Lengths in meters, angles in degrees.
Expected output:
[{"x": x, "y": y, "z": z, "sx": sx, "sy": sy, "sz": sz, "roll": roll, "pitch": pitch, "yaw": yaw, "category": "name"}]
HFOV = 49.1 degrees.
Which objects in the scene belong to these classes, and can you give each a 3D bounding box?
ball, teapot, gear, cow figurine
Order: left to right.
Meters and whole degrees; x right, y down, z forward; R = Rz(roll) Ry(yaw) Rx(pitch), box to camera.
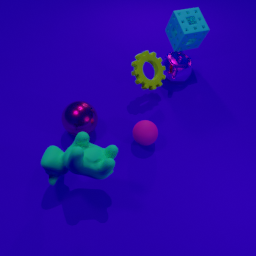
[{"x": -1.190, "y": 0.852, "z": 6.736, "sx": 1.674, "sy": 1.647, "sz": 0.919, "roll": 23, "pitch": 45, "yaw": -11, "category": "cow figurine"}, {"x": -1.411, "y": -0.275, "z": 8.211, "sx": 1.058, "sy": 1.058, "sz": 1.058, "roll": 0, "pitch": 49, "yaw": 0, "category": "ball"}, {"x": 0.496, "y": 0.142, "z": 8.046, "sx": 0.727, "sy": 0.727, "sz": 0.727, "roll": 0, "pitch": 49, "yaw": 0, "category": "ball"}, {"x": 0.670, "y": -1.836, "z": 8.991, "sx": 1.221, "sy": 1.221, "sz": 0.226, "roll": -39, "pitch": 18, "yaw": -28, "category": "gear"}, {"x": 1.766, "y": -2.266, "z": 9.972, "sx": 1.165, "sy": 0.918, "sz": 1.874, "roll": 21, "pitch": 53, "yaw": 2, "category": "teapot"}]

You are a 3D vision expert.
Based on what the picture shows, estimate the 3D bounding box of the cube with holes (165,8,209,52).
[{"x": 2.054, "y": -3.446, "z": 9.860, "sx": 0.977, "sy": 0.977, "sz": 0.977, "roll": -15, "pitch": 73, "yaw": -16, "category": "cube with holes"}]
